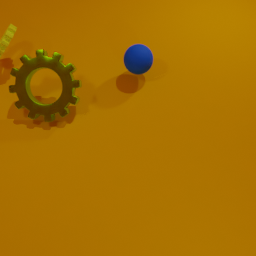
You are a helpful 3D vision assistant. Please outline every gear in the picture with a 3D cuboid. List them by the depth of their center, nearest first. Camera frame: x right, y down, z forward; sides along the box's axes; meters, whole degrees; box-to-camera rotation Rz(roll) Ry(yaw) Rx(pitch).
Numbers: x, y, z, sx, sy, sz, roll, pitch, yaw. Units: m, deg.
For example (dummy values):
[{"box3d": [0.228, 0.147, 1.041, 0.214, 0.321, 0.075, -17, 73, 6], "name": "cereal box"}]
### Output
[{"box3d": [-2.152, -1.091, 7.343, 1.813, 0.335, 1.813, 0, 100, 1], "name": "gear"}, {"box3d": [-3.577, -2.499, 8.114, 0.196, 1.059, 1.059, 30, 52, -31], "name": "gear"}]

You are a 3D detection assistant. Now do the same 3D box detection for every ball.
[{"box3d": [0.296, -1.960, 8.011, 0.851, 0.851, 0.851, 0, 58, 0], "name": "ball"}]
